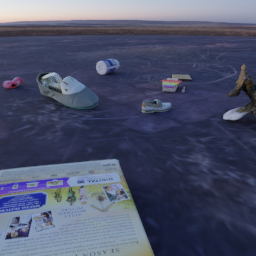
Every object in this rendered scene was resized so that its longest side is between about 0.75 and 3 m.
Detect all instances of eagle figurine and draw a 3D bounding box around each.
[{"bbox_3d":[4.272,-0.702,7.798,2.684,2.025,2.036,33,72,4],"label":"eagle figurine"}]

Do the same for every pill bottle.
[{"bbox_3d":[-1.041,-3.311,15.009,0.719,0.719,1.295,14,26,31],"label":"pill bottle"}]

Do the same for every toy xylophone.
[{"bbox_3d":[1.897,-1.777,11.703,0.983,0.337,1.342,3,22,7],"label":"toy xylophone"}]

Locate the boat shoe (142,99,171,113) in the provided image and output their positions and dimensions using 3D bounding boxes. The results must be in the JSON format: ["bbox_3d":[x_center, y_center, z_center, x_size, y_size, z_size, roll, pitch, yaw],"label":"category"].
[{"bbox_3d":[0.950,-0.738,9.081,1.058,0.362,0.395,-11,24,-25],"label":"boat shoe"}]

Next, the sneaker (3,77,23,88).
[{"bbox_3d":[-4.879,-1.899,12.122,0.442,0.376,1.020,23,33,18],"label":"sneaker"}]

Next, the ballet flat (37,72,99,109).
[{"bbox_3d":[-2.251,-1.403,9.810,2.948,0.939,0.993,19,47,37],"label":"ballet flat"}]

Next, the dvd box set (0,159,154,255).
[{"bbox_3d":[-0.906,1.349,3.799,2.145,0.431,2.931,-5,22,-12],"label":"dvd box set"}]

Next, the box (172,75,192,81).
[{"bbox_3d":[2.630,-2.475,13.753,0.855,0.111,1.046,2,21,4],"label":"box"}]
